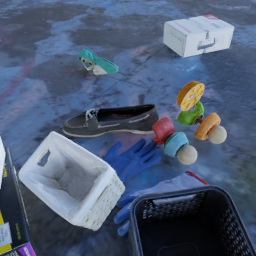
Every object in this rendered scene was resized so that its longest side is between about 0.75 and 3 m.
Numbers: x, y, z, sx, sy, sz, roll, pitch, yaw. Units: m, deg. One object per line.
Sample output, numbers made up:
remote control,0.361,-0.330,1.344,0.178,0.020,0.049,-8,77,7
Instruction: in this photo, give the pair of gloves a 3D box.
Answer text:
pair of gloves,0.288,1.260,6.516,2.309,0.327,2.872,-27,44,-28

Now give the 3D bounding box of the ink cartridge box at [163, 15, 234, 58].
ink cartridge box,3.081,-4.148,12.508,2.489,1.055,1.813,-14,42,-19

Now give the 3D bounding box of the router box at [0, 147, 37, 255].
router box,-3.187,1.725,5.647,2.039,0.698,2.734,-18,43,-20

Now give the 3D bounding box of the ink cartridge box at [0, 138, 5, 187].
ink cartridge box,-3.446,0.784,5.696,1.612,0.667,1.181,-9,39,-11

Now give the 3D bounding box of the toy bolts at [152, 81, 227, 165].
toy bolts,1.661,-0.012,7.189,1.898,1.813,1.316,-38,61,-13

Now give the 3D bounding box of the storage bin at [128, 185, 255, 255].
storage bin,1.014,2.323,4.276,1.704,1.182,2.520,-7,48,-7

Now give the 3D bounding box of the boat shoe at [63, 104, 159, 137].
boat shoe,-0.493,-0.318,8.054,2.800,0.798,0.936,-2,40,-2

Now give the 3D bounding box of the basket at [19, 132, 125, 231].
basket,-1.105,1.094,5.774,1.808,1.115,1.226,27,74,32

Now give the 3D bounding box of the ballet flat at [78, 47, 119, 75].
ballet flat,-1.211,-2.431,10.794,2.010,0.677,0.707,35,88,31
